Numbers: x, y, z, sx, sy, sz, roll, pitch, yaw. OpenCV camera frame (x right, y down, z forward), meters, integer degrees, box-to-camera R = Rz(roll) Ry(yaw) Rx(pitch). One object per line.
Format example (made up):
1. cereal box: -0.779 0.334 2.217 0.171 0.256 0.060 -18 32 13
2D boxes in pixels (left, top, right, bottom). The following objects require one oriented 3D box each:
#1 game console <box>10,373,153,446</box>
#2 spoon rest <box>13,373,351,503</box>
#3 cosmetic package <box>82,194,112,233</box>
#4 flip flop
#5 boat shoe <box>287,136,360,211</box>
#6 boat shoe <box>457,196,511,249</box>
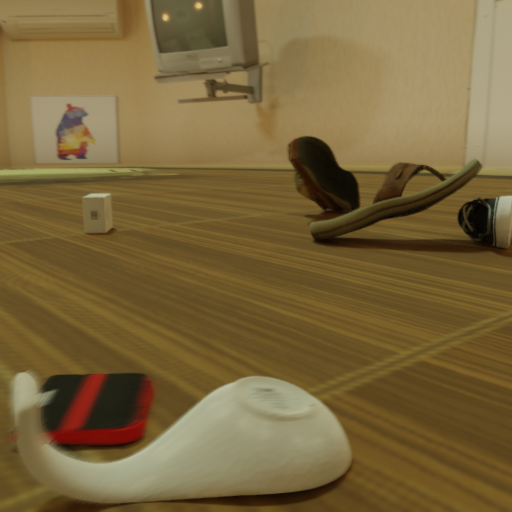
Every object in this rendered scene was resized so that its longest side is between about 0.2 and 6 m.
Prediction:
1. game console: -1.186 1.075 3.994 0.826 0.145 0.934 -1 11 -4
2. spoon rest: -0.374 1.067 3.291 2.020 0.612 1.004 10 11 -25
3. cosmetic package: -3.500 -0.948 12.385 0.487 0.790 0.792 0 11 -2
4. flip flop: 2.646 -1.233 10.897 3.501 1.008 1.420 -19 -5 8
5. boat shoe: 1.629 -1.966 14.875 1.259 1.290 3.410 -9 -24 30
6. boat shoe: 4.404 -0.721 10.898 0.913 0.966 2.694 4 10 17
